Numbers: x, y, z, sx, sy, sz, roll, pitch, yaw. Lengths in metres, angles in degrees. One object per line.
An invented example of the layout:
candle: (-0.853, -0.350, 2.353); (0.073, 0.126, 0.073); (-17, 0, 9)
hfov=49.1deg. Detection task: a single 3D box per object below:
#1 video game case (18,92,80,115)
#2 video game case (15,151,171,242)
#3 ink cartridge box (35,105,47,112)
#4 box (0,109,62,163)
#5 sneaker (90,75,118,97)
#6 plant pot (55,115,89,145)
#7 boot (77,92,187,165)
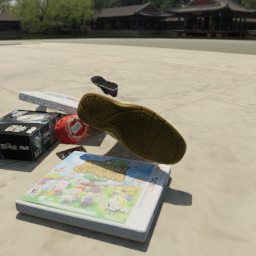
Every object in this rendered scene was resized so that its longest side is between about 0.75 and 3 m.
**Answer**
video game case: (-1.787, -0.744, 9.022); (2.491, 0.295, 2.267); (15, 9, 10)
video game case: (-0.526, 1.150, 5.544); (2.398, 0.265, 2.183); (7, 22, 18)
ink cartridge box: (-2.847, -0.432, 9.180); (0.301, 0.523, 0.903); (0, 23, -12)
box: (-2.760, 0.139, 7.467); (1.423, 0.748, 1.738); (5, 22, 11)
sneaker: (-1.037, -1.706, 11.843); (1.414, 0.619, 0.535); (30, 52, 26)
plant pot: (-1.423, 0.046, 7.233); (0.760, 0.760, 0.692); (-16, 4, -34)
boot: (0.399, 0.030, 6.801); (2.776, 1.000, 2.147); (25, 5, 29)
